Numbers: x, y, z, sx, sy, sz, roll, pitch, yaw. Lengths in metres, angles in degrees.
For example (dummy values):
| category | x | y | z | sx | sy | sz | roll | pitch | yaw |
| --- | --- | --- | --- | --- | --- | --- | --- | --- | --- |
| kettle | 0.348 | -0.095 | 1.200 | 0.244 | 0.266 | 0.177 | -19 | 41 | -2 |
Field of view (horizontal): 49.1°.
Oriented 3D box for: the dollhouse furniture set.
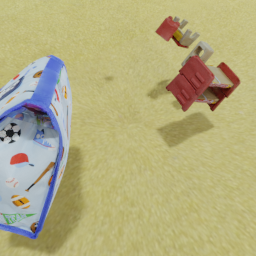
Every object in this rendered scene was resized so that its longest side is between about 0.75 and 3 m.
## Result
| category | x | y | z | sx | sy | sz | roll | pitch | yaw |
| --- | --- | --- | --- | --- | --- | --- | --- | --- | --- |
| dollhouse furniture set | 1.543 | -1.820 | 7.593 | 1.501 | 1.134 | 2.790 | -1 | 51 | -43 |

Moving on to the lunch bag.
| category | x | y | z | sx | sy | sz | roll | pitch | yaw |
| --- | --- | --- | --- | --- | --- | --- | --- | --- | --- |
| lunch bag | -1.816 | 0.163 | 5.057 | 1.631 | 2.634 | 2.239 | 18 | 28 | -17 |
